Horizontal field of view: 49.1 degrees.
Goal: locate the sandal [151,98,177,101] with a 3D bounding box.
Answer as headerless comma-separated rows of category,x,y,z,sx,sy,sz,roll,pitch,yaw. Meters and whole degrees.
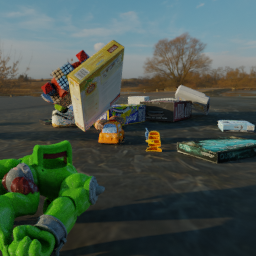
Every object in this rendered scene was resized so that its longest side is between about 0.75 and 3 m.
sandal,1.949,-1.094,15.951,2.840,1.156,0.698,4,-29,19

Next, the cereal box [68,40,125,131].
cereal box,-0.801,-1.032,7.449,0.439,2.221,1.598,37,63,14

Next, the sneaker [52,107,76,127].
sneaker,-2.318,-0.495,11.636,0.662,0.768,1.751,-6,1,44

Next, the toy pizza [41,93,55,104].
toy pizza,-7.245,-2.754,26.744,2.110,0.334,2.110,22,20,-9

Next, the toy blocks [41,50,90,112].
toy blocks,-2.050,-1.757,10.387,2.749,1.374,1.879,-35,-10,6

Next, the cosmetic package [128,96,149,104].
cosmetic package,0.587,-1.127,15.015,0.922,1.108,0.927,3,9,20

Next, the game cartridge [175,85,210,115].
game cartridge,3.562,-1.515,15.474,1.879,0.586,2.821,20,-4,18

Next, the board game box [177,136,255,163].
board game box,2.367,0.479,6.907,1.930,0.272,1.305,-5,10,-31

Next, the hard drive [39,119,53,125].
hard drive,-3.500,-0.273,12.423,0.637,0.173,0.912,-5,9,-33

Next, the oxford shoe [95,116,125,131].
oxford shoe,-0.575,-0.111,10.642,0.512,0.500,1.403,28,31,36

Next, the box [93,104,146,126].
box,-0.316,-0.584,12.244,0.909,0.835,2.596,7,10,37

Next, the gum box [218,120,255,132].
gum box,4.091,-0.083,10.704,1.087,0.285,1.279,2,8,10

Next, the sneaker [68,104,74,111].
sneaker,-2.178,-0.884,14.457,1.933,0.779,1.416,3,3,-14

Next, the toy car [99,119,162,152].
toy car,0.115,0.136,7.801,2.107,0.701,1.033,4,9,29

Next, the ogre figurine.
ogre figurine,-1.088,0.704,3.179,1.151,0.942,1.920,-22,9,-38

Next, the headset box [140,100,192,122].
headset box,1.842,-0.894,13.889,1.860,0.939,2.503,4,9,33
